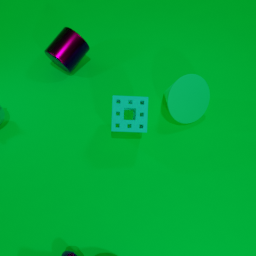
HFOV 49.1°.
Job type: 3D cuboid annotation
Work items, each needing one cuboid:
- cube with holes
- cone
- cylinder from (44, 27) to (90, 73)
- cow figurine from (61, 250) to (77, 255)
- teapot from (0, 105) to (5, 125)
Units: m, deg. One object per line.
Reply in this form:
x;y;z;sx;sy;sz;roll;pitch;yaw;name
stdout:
0.019;-0.359;7.664;0.923;0.923;0.923;2;90;-4;cube with holes
1.501;-1.010;8.742;1.452;1.452;1.458;-22;22;-17;cone
-2.095;-2.683;9.677;1.124;1.124;1.124;34;82;25;cylinder
-1.337;2.980;5.500;1.042;0.581;1.059;22;66;-37;cow figurine
-3.985;-0.377;8.016;0.853;1.372;0.672;5;16;-24;teapot
